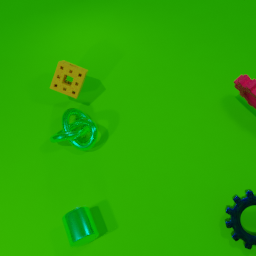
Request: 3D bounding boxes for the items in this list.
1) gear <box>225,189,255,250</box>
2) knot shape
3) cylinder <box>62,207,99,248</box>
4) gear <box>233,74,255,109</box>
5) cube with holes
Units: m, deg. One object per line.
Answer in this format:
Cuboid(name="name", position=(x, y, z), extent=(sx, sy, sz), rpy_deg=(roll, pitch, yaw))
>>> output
Cuboid(name="gear", position=(3.106, 2.222, 6.804), extent=(1.412, 0.261, 1.412), rpy_deg=(0, 89, 15))
Cuboid(name="knot shape", position=(-1.664, 0.100, 8.309), extent=(1.370, 0.676, 1.464), rpy_deg=(-24, 51, -14))
Cuboid(name="cylinder", position=(-1.167, 2.418, 6.853), extent=(0.724, 0.724, 0.724), rpy_deg=(-21, 60, -13))
Cuboid(name="gear", position=(3.743, -0.869, 8.083), extent=(0.295, 1.597, 1.597), rpy_deg=(-43, 63, 9))
Cuboid(name="cube with holes", position=(-1.840, -1.553, 8.864), extent=(0.857, 0.857, 0.857), rpy_deg=(21, 14, -9))
